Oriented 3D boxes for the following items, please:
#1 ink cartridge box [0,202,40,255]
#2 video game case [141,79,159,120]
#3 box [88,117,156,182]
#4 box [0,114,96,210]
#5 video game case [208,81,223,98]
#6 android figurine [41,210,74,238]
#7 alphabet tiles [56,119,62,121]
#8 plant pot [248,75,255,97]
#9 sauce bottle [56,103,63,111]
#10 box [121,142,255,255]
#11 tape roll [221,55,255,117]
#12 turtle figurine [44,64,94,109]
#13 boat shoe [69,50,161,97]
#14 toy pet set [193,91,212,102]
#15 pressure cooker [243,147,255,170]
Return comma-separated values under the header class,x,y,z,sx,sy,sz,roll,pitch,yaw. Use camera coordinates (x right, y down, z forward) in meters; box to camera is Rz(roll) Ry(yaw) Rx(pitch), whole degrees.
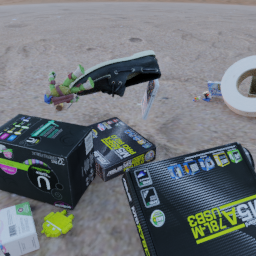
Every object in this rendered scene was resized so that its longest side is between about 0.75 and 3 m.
class,x,y,z,sx,sy,sz,roll,pitch,yaw
ink cartridge box,-2.767,2.341,6.137,1.392,0.584,1.008,-13,33,-21
video game case,0.728,-1.120,9.407,0.163,1.268,1.395,16,28,-7
box,-0.556,0.563,9.190,1.938,0.536,2.419,-19,35,-29
box,-2.261,0.829,7.532,2.366,1.758,1.471,10,32,16
video game case,4.031,-1.763,12.813,0.686,0.757,0.172,10,42,37
android figurine,-1.686,2.280,6.671,0.731,0.165,0.803,21,35,31
alphabet tiles,-3.024,0.040,10.568,1.064,0.048,1.272,-7,31,-12
plant pot,5.781,-1.514,12.098,1.081,0.958,1.082,14,64,22
sauce bottle,-2.970,-1.070,12.197,0.305,0.305,0.925,-4,32,-7
box,1.596,1.855,5.605,2.849,0.677,2.752,-10,63,-18
tape roll,5.250,-1.761,11.579,2.750,0.502,2.750,-13,60,24
turtle figurine,-1.504,-1.079,7.007,1.215,0.902,1.253,-25,0,15
boat shoe,-0.236,-1.373,8.117,2.862,1.069,0.949,-23,79,-28
toy pet set,3.451,-1.319,12.613,0.805,0.428,0.752,-19,14,40
pressure cooker,2.733,1.067,7.820,1.228,1.080,1.097,-4,40,-5
